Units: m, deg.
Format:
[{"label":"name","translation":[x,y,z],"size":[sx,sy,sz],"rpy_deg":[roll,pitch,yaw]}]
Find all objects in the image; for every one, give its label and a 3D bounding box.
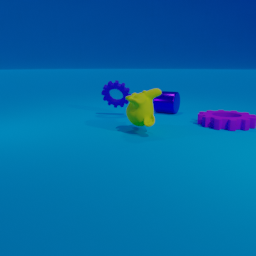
[{"label":"monkey head","translation":[0.514,-0.606,8.366],"size":[1.191,0.997,1.655],"rpy_deg":[-21,18,-6]},{"label":"gear","translation":[3.298,-0.286,9.409],"size":[1.839,0.340,1.839],"rpy_deg":[0,13,0]},{"label":"gear","translation":[-0.462,-1.318,10.970],"size":[1.127,1.127,0.208],"rpy_deg":[3,39,12]},{"label":"cylinder","translation":[1.596,-1.065,11.540],"size":[0.887,0.887,0.887],"rpy_deg":[7,15,28]}]
